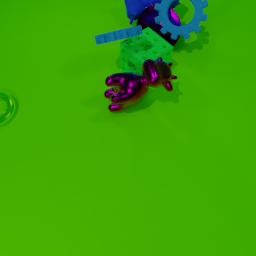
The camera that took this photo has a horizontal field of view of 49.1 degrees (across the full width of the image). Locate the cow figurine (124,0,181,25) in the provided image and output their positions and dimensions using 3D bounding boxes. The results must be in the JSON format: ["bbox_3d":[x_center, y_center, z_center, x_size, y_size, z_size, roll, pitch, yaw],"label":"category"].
[{"bbox_3d":[0.778,-4.025,8.860,1.746,0.959,1.719,16,102,-5],"label":"cow figurine"}]

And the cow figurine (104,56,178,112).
[{"bbox_3d":[0.284,-1.065,7.091,1.698,1.726,0.947,-15,78,-11],"label":"cow figurine"}]

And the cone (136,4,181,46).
[{"bbox_3d":[1.140,-3.324,9.022,1.402,1.402,1.407,19,34,11],"label":"cone"}]

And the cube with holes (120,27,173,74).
[{"bbox_3d":[0.496,-1.979,7.991,1.030,1.030,1.030,-34,65,-19],"label":"cube with holes"}]

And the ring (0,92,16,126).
[{"bbox_3d":[-3.629,-0.499,7.567,1.157,0.231,1.157,0,59,-1],"label":"ring"}]

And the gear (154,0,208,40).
[{"bbox_3d":[1.486,-3.253,7.873,1.460,1.460,0.270,16,20,9],"label":"gear"}]

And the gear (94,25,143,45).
[{"bbox_3d":[-0.239,-2.346,7.074,1.191,0.220,1.191,-12,18,4],"label":"gear"}]
